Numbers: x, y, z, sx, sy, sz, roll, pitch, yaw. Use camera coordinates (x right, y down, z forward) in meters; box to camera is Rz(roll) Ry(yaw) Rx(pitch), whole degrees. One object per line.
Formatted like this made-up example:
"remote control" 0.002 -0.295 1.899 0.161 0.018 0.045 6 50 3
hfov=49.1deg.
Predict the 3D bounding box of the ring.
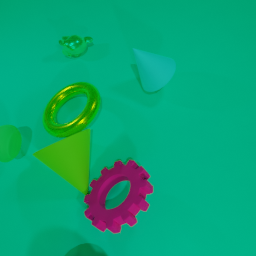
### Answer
"ring" -1.556 -0.531 7.643 1.804 0.361 1.804 -15 51 19

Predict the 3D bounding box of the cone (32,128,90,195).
"cone" -1.321 1.016 6.958 1.523 1.523 1.528 -25 91 -13

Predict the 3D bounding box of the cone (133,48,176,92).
"cone" 0.506 -1.818 7.743 1.182 1.186 1.182 -27 44 30

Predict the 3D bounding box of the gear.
"gear" -0.245 1.513 6.393 1.672 0.309 1.672 -24 39 21

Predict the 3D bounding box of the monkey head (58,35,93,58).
"monkey head" -1.755 -2.716 8.883 1.197 0.721 0.861 -20 77 -35

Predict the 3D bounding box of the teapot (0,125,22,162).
"teapot" -3.006 0.339 6.727 0.713 1.456 0.905 7 104 4
